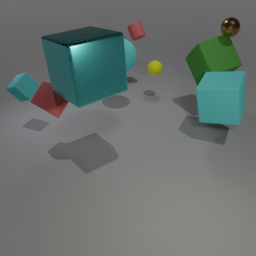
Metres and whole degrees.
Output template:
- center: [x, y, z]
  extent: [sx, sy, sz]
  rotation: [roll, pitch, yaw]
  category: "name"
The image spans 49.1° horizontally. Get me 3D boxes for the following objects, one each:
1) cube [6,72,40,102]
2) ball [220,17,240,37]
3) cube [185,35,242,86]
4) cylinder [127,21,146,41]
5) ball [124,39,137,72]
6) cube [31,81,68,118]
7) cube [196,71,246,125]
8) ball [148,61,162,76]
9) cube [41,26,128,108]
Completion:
- center: [-3.723, -1.442, 9.964]
  extent: [0.700, 0.700, 0.700]
  rotation: [-2, 52, 43]
  category: "cube"
- center: [3.821, -3.755, 10.455]
  extent: [0.700, 0.700, 0.700]
  rotation: [0, 31, 0]
  category: "ball"
- center: [3.414, -2.709, 11.332]
  extent: [1.400, 1.400, 1.400]
  rotation: [-20, -7, -14]
  category: "cube"
- center: [0.418, -4.731, 13.670]
  extent: [0.700, 0.700, 0.700]
  rotation: [-22, 6, 3]
  category: "cylinder"
- center: [-0.352, -2.942, 11.459]
  extent: [1.400, 1.400, 1.400]
  rotation: [0, 31, 0]
  category: "ball"
- center: [-2.140, -0.797, 7.774]
  extent: [0.700, 0.700, 0.700]
  rotation: [34, -7, -36]
  category: "cube"
- center: [3.332, -1.084, 9.938]
  extent: [1.400, 1.400, 1.400]
  rotation: [5, 36, 29]
  category: "cube"
- center: [1.287, -2.850, 13.342]
  extent: [0.700, 0.700, 0.700]
  rotation: [0, 31, 0]
  category: "ball"
- center: [-1.003, -1.507, 6.636]
  extent: [1.400, 1.400, 1.400]
  rotation: [-24, 35, -30]
  category: "cube"
